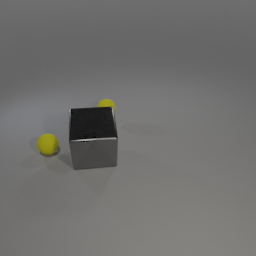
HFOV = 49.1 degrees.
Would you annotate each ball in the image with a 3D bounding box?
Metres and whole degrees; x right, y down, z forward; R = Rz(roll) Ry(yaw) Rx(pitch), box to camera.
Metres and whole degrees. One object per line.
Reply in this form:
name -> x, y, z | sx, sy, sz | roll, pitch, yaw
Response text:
ball -> -2.693, 0.540, 9.419 | 0.700, 0.700, 0.700 | 0, 30, 0
ball -> -0.837, -0.788, 10.987 | 0.700, 0.700, 0.700 | 0, 30, 0

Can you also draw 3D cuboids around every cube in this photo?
cube -> -1.091, 0.310, 8.881 | 1.400, 1.400, 1.400 | -4, 48, -7
